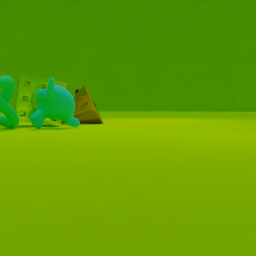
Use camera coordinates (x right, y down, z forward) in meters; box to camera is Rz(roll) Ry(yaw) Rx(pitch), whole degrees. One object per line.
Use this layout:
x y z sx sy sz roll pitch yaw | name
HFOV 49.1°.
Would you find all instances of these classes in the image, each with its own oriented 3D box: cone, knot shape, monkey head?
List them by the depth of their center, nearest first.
-3.731 -0.572 7.155 1.684 1.800 0.832 -8 49 -23 | knot shape
-2.047 -0.532 7.700 1.019 1.691 1.217 -2 45 24 | monkey head
-2.000 -0.543 10.510 1.624 1.618 1.618 -27 6 -3 | cone
-2.130 -0.929 12.596 0.698 1.511 1.414 -24 19 29 | knot shape

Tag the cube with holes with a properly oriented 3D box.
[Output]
-2.873 -0.860 9.023 1.355 1.355 1.355 8 1 -24 | cube with holes
